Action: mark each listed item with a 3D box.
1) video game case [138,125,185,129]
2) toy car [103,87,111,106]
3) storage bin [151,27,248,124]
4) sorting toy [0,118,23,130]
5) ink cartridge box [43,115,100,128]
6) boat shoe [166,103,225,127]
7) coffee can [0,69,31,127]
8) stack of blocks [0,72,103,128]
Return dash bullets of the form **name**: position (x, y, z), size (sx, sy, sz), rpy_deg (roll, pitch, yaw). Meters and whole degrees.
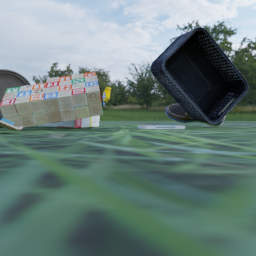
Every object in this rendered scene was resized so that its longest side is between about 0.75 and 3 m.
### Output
- **video game case**: position (0.916, -0.023, 7.882), size (1.138, 0.099, 0.814), rpy_deg (0, 2, -12)
- **toy car**: position (-1.678, -0.798, 10.139), size (1.099, 0.746, 2.240), rpy_deg (34, -57, -29)
- **storage bin**: position (1.985, -1.422, 7.920), size (2.332, 1.576, 1.093), rpy_deg (46, -4, -15)
- **sorting toy**: position (-2.464, -0.148, 5.236), size (0.863, 0.157, 0.799), rpy_deg (22, -12, -30)
- **ink cartridge box**: position (-1.790, -0.368, 9.187), size (1.178, 0.677, 1.623), rpy_deg (3, 3, 21)
- **boat shoe**: position (2.409, -0.628, 10.058), size (2.126, 0.768, 0.769), rpy_deg (7, -24, 12)
- **coffee can**: position (-4.503, -0.981, 9.969), size (1.850, 1.850, 2.527), rpy_deg (-1, 2, -30)
- **stack of blocks**: position (-1.873, -0.745, 7.161), size (2.320, 0.679, 1.336), rpy_deg (-10, 32, -6)
